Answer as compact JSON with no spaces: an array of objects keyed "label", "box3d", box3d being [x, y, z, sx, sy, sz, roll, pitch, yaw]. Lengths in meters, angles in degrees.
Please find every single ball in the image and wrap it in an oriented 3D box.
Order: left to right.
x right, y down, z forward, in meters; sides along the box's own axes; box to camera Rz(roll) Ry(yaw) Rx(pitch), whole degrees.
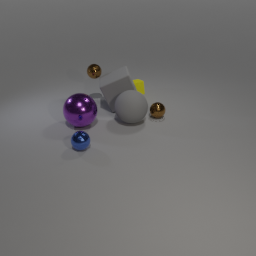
[{"label":"ball","box3d":[-1.950,-0.726,11.454,1.400,1.400,1.400,0,29,0]},{"label":"ball","box3d":[-1.700,0.450,10.045,0.700,0.700,0.700,0,29,0]},{"label":"ball","box3d":[-1.585,-2.662,13.176,0.700,0.700,0.700,0,29,0]},{"label":"ball","box3d":[0.139,-0.886,11.742,1.400,1.400,1.400,0,29,0]},{"label":"ball","box3d":[1.297,-0.784,12.284,0.700,0.700,0.700,0,29,0]}]

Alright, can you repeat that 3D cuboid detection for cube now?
[{"label":"cube","box3d":[-0.402,-1.809,12.982,1.400,1.400,1.400,-22,29,7]},{"label":"cube","box3d":[0.391,-2.084,14.489,0.700,0.700,0.700,-15,22,-18]}]
